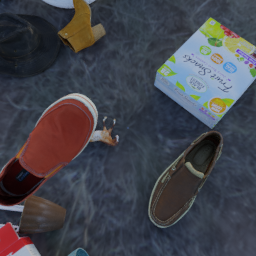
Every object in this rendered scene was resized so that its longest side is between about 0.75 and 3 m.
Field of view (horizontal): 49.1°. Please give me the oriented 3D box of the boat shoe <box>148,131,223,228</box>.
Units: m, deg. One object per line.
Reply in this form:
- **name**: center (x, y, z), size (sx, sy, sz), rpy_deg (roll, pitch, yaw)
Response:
- **boat shoe**: center (1.497, 1.199, 7.220), size (1.076, 1.078, 2.913), rpy_deg (32, 72, 12)

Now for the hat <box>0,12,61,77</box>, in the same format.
- **hat**: center (-3.590, -2.953, 8.891), size (2.741, 1.106, 2.741), rpy_deg (0, 67, 0)

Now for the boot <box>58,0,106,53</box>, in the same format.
- **boot**: center (-1.769, -3.475, 9.308), size (1.358, 0.667, 1.896), rpy_deg (-32, 77, -16)

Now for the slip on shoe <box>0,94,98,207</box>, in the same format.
- **slip on shoe**: center (-1.665, 0.536, 5.525), size (1.090, 0.900, 2.943), rpy_deg (42, 108, -15)

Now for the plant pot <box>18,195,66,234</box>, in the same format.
- **plant pot**: center (-2.094, 2.197, 6.998), size (1.008, 0.942, 0.942), rpy_deg (12, 68, -13)

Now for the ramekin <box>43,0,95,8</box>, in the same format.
- **ramekin**: center (-1.988, -5.541, 9.043), size (2.886, 2.886, 1.407), rpy_deg (-10, 61, -4)

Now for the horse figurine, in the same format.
- **horse figurine**: center (-0.896, 0.098, 8.068), size (1.341, 0.335, 0.889), rpy_deg (3, 68, 1)

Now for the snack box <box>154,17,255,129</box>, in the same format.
- **snack box**: center (2.523, -1.708, 8.483), size (2.274, 0.912, 2.696), rpy_deg (39, 75, 14)

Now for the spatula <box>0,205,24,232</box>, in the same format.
- **spatula**: center (-3.761, 2.539, 7.208), size (2.139, 0.172, 1.488), rpy_deg (8, 68, -1)

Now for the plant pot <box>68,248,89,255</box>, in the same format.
- **plant pot**: center (-1.238, 3.438, 6.385), size (0.740, 1.098, 1.098), rpy_deg (-28, 70, 2)

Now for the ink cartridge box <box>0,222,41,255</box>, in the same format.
- **ink cartridge box**: center (-2.587, 3.456, 6.448), size (1.281, 0.742, 2.206), rpy_deg (-35, 75, -13)
